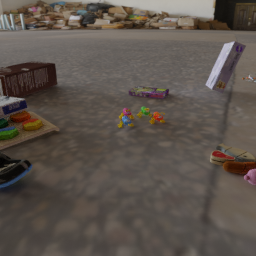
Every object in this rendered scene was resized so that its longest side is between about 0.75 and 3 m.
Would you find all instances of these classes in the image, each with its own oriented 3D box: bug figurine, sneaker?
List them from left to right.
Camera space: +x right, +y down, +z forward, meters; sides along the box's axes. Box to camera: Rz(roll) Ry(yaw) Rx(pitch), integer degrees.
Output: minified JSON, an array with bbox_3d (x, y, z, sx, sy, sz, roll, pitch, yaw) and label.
[{"bbox_3d":[-2.612,0.618,5.163,1.777,0.736,0.630,8,26,18],"label":"sneaker"},{"bbox_3d":[0.322,-0.346,7.918,1.369,0.352,1.062,-8,24,-17],"label":"bug figurine"}]

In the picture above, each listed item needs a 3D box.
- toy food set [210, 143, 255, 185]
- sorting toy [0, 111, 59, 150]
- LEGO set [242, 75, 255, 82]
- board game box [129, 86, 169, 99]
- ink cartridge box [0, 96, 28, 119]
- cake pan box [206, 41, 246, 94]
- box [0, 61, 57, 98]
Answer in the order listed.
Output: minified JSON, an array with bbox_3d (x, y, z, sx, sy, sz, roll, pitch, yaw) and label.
[{"bbox_3d":[2.414,0.707,5.525,1.164,0.288,1.831,-21,31,-40],"label":"toy food set"},{"bbox_3d":[-2.916,-0.047,7.257,1.745,0.318,1.615,-19,29,-37],"label":"sorting toy"},{"bbox_3d":[5.549,-2.182,12.434,0.829,0.203,0.619,19,26,37],"label":"LEGO set"},{"bbox_3d":[0.784,-1.346,10.485,1.342,0.217,0.805,9,21,21],"label":"board game box"},{"bbox_3d":[-4.033,-0.482,7.800,1.781,0.362,1.777,8,26,39],"label":"ink cartridge box"},{"bbox_3d":[3.472,-2.227,10.129,0.476,1.819,1.675,22,14,0],"label":"cake pan box"},{"bbox_3d":[-4.073,-1.863,10.708,1.328,0.994,2.652,10,23,23],"label":"box"}]
